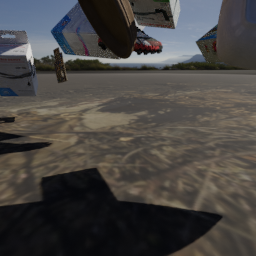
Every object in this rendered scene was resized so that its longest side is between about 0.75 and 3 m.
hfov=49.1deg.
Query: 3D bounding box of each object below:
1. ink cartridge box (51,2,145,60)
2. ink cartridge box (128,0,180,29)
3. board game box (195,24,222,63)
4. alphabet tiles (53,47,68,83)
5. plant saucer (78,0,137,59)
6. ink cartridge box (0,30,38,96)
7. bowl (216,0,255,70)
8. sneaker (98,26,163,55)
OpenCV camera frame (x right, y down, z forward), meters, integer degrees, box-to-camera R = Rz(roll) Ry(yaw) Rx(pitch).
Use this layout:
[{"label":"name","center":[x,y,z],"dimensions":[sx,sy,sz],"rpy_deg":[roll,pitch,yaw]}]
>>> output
[{"label":"ink cartridge box","center":[-0.984,-3.379,9.500],"dimensions":[2.588,1.096,1.871],"rpy_deg":[14,59,33]},{"label":"ink cartridge box","center":[0.739,-3.648,8.016],"dimensions":[1.289,0.730,1.758],"rpy_deg":[13,-8,19]},{"label":"board game box","center":[2.689,-2.202,5.923],"dimensions":[2.006,0.645,1.480],"rpy_deg":[-40,22,-8]},{"label":"alphabet tiles","center":[-2.587,-2.350,10.545],"dimensions":[0.048,1.260,1.053],"rpy_deg":[-15,11,-30]},{"label":"plant saucer","center":[-0.460,-2.225,5.063],"dimensions":[0.305,2.074,2.074],"rpy_deg":[-35,21,-9]},{"label":"ink cartridge box","center":[-3.215,-1.750,7.815],"dimensions":[1.057,1.822,0.618],"rpy_deg":[-1,48,-6]},{"label":"bowl","center":[2.796,-2.180,4.932],"dimensions":[2.264,2.261,0.845],"rpy_deg":[9,-14,18]},{"label":"sneaker","center":[0.141,-2.573,7.842],"dimensions":[1.954,0.954,0.691],"rpy_deg":[3,7,-23]}]
